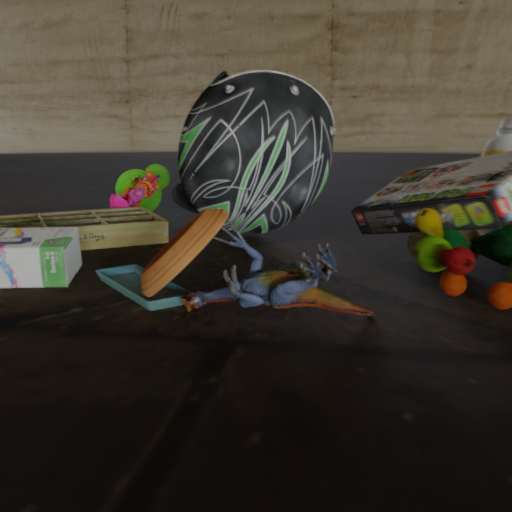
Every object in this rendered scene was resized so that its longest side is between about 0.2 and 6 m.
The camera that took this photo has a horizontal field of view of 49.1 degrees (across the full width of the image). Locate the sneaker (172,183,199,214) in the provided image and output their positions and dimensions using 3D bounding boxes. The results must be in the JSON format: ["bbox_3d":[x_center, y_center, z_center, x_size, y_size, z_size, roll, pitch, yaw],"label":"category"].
[{"bbox_3d":[-1.239,-1.194,12.297,0.745,0.637,1.815,4,-5,43],"label":"sneaker"}]

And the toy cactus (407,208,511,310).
[{"bbox_3d":[2.951,-0.263,7.274,3.099,1.584,2.557,-18,9,-25],"label":"toy cactus"}]

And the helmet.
[{"bbox_3d":[-0.021,-1.853,10.097,2.998,2.998,2.858,-2,25,-8],"label":"helmet"}]

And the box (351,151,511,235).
[{"bbox_3d":[2.685,-0.869,7.885,1.439,0.454,2.614,-34,15,-22],"label":"box"}]

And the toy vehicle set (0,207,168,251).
[{"bbox_3d":[-3.237,-0.460,9.860,3.001,0.398,1.865,-6,14,-25],"label":"toy vehicle set"}]

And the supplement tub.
[{"bbox_3d":[3.966,-1.027,8.502,1.335,1.836,1.335,19,5,-2],"label":"supplement tub"}]

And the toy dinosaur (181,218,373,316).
[{"bbox_3d":[0.052,0.437,5.959,1.589,1.751,0.919,-32,10,33],"label":"toy dinosaur"}]

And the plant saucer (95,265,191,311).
[{"bbox_3d":[-1.404,0.369,6.850,0.583,0.158,1.668,-9,15,-34],"label":"plant saucer"}]

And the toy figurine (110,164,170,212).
[{"bbox_3d":[-2.572,-1.274,12.012,1.408,1.057,1.296,-33,17,19],"label":"toy figurine"}]

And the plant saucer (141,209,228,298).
[{"bbox_3d":[-0.877,-0.089,6.496,1.361,0.255,1.361,-43,12,11],"label":"plant saucer"}]

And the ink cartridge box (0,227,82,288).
[{"bbox_3d":[-3.062,0.015,7.312,1.334,0.584,0.969,-2,18,-5],"label":"ink cartridge box"}]
